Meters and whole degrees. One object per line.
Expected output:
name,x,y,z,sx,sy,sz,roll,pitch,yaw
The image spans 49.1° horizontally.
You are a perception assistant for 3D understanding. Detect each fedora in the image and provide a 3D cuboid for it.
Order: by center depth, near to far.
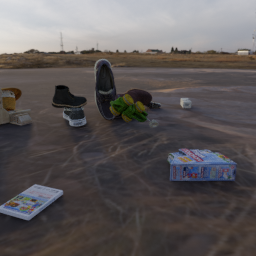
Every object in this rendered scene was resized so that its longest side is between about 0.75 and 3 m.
fedora,-5.523,-1.008,12.205,2.107,0.859,2.107,-24,-5,-2

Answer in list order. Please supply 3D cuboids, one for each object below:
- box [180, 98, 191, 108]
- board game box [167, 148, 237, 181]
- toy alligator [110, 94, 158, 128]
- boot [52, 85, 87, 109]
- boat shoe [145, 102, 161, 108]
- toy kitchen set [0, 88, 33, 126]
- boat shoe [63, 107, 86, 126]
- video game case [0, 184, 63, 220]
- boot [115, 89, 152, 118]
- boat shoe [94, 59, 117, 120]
box,3.058,-1.319,14.817,0.441,0.367,1.073,0,15,1
board game box,1.565,0.855,6.817,1.455,0.449,1.456,-3,16,-14
toy alligator,0.197,-0.584,9.557,2.326,0.771,0.559,28,36,-44
boot,-2.184,-1.246,10.773,1.377,0.952,0.533,-10,52,-29
boat shoe,1.282,-1.179,14.444,0.863,0.310,0.280,9,12,10
toy kitchen set,-4.640,-0.932,11.367,1.334,1.475,1.635,11,18,32
boat shoe,-2.235,-0.728,11.783,0.874,0.787,2.472,-10,16,-19
video game case,-1.869,1.417,5.464,0.734,0.092,1.024,7,17,22
boot,0.040,-1.029,13.175,2.862,1.035,2.381,-2,26,-13
boat shoe,-0.901,-1.447,11.123,0.897,2.494,0.808,-4,18,-3
